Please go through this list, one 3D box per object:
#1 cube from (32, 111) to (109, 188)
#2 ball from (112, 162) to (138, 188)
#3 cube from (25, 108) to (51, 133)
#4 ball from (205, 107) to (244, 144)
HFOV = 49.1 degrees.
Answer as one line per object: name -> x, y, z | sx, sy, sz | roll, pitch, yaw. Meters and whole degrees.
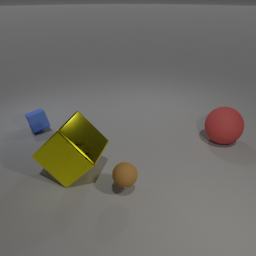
cube -> -1.684, 0.623, 8.447 | 1.400, 1.400, 1.400 | 45, 29, -10
ball -> -0.084, 1.283, 7.700 | 0.700, 0.700, 0.700 | 0, 27, 0
cube -> -3.656, -0.317, 11.334 | 0.700, 0.700, 0.700 | -26, 23, -20
ball -> 3.575, -0.097, 10.424 | 1.400, 1.400, 1.400 | 0, 27, 0
